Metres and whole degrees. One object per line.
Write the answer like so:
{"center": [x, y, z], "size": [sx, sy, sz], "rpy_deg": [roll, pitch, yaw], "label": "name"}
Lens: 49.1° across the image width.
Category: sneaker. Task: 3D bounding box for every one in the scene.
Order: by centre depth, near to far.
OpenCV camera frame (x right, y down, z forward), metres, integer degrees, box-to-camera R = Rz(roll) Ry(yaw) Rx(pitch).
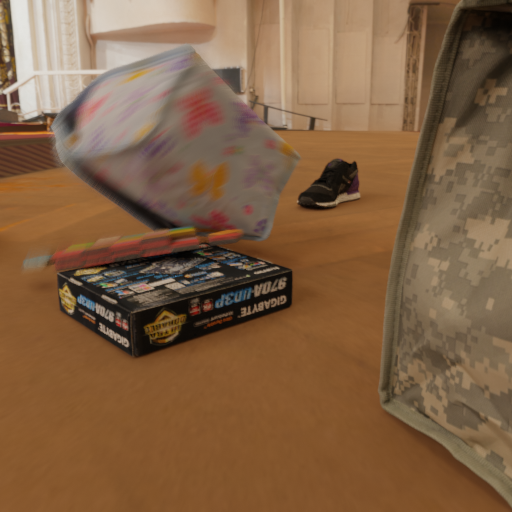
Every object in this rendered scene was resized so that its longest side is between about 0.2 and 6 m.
{"center": [1.719, -1.789, 13.455], "size": [0.918, 1.062, 2.425], "rpy_deg": [10, 18, 32], "label": "sneaker"}

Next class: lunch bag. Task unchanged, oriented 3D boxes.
{"center": [2.472, -0.231, 3.930], "size": [2.594, 3.163, 1.860], "rpy_deg": [-6, 16, -24], "label": "lunch bag"}
{"center": [-1.381, -1.446, 8.560], "size": [3.078, 1.956, 2.610], "rpy_deg": [7, -22, 44], "label": "lunch bag"}

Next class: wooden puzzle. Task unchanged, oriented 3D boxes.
{"center": [-1.620, -0.142, 7.407], "size": [2.865, 0.201, 1.699], "rpy_deg": [-9, 7, -8], "label": "wooden puzzle"}

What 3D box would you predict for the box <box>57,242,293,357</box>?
{"center": [-0.936, 0.394, 6.621], "size": [2.214, 0.509, 1.760], "rpy_deg": [-14, 21, -40], "label": "box"}
